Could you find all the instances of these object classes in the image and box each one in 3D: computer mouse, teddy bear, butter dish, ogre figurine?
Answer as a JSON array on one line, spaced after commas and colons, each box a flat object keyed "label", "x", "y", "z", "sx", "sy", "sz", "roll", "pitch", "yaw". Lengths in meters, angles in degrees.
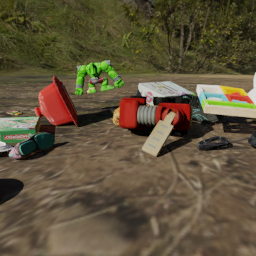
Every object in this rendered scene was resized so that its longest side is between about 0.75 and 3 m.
[{"label": "computer mouse", "x": 3.350, "y": 0.481, "z": 7.964, "sx": 2.754, "sy": 0.469, "sz": 0.807, "roll": -5, "pitch": 18, "yaw": 6}, {"label": "teddy bear", "x": 0.853, "y": -0.580, "z": 10.951, "sx": 2.864, "sy": 0.956, "sz": 2.077, "roll": 5, "pitch": 13, "yaw": 18}, {"label": "butter dish", "x": -2.944, "y": -0.869, "z": 11.027, "sx": 1.465, "sy": 1.977, "sz": 1.982, "roll": -27, "pitch": 21, "yaw": -6}, {"label": "ogre figurine", "x": -1.431, "y": -2.354, "z": 13.003, "sx": 2.273, "sy": 1.363, "sz": 1.115, "roll": -3, "pitch": 17, "yaw": 28}]

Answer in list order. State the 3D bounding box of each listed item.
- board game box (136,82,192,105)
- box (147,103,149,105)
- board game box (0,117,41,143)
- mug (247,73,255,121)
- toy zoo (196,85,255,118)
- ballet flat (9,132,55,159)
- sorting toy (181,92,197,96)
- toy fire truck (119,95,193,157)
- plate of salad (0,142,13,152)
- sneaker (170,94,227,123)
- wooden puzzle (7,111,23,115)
[{"label": "board game box", "x": 1.982, "y": -1.737, "z": 14.753, "sx": 2.519, "sy": 0.810, "sz": 1.859, "roll": -9, "pitch": 33, "yaw": -41}, {"label": "box", "x": 1.227, "y": -1.765, "z": 16.093, "sx": 0.905, "sy": 0.751, "sz": 0.743, "roll": -13, "pitch": 19, "yaw": -42}, {"label": "board game box", "x": -4.548, "y": 0.067, "z": 9.352, "sx": 2.994, "sy": 0.436, "sz": 2.015, "roll": -3, "pitch": 14, "yaw": -12}, {"label": "mug", "x": 5.885, "y": -1.388, "z": 11.058, "sx": 2.152, "sy": 2.455, "sz": 1.812, "roll": -14, "pitch": -8, "yaw": 26}, {"label": "toy zoo", "x": 3.248, "y": -1.025, "z": 9.483, "sx": 1.656, "sy": 0.258, "sz": 2.525, "roll": 6, "pitch": 27, "yaw": 4}, {"label": "ballet flat", "x": -2.662, "y": 0.486, "z": 7.702, "sx": 0.552, "sy": 0.537, "sz": 1.552, "roll": -16, "pitch": 8, "yaw": 23}, {"label": "sorting toy", "x": 3.261, "y": -0.997, "z": 12.987, "sx": 0.886, "sy": 0.892, "sz": 2.573, "roll": 20, "pitch": 17, "yaw": -20}, {"label": "toy fire truck", "x": 0.684, "y": -0.180, "z": 8.668, "sx": 2.314, "sy": 1.691, "sz": 2.629, "roll": 5, "pitch": 5, "yaw": 19}, {"label": "plate of salad", "x": -3.843, "y": 0.566, "z": 7.630, "sx": 1.297, "sy": 0.312, "sz": 1.297, "roll": 8, "pitch": 6, "yaw": -1}, {"label": "sneaker", "x": 2.740, "y": -0.831, "z": 11.342, "sx": 2.624, "sy": 0.989, "sz": 1.040, "roll": 1, "pitch": -29, "yaw": 31}, {"label": "wooden puzzle", "x": -5.386, "y": -0.742, "z": 13.327, "sx": 0.908, "sy": 0.106, "sz": 0.613, "roll": 7, "pitch": 16, "yaw": 29}]
